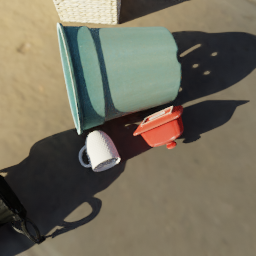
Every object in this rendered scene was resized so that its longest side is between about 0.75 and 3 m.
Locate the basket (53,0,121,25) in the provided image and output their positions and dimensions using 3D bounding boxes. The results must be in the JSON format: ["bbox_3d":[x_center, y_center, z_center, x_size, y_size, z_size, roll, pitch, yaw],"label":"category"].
[{"bbox_3d":[-1.361,-5.027,9.651,2.320,1.866,2.299,4,66,1],"label":"basket"}]

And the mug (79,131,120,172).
[{"bbox_3d":[-0.882,0.665,7.795,1.093,0.807,0.958,-30,67,10],"label":"mug"}]

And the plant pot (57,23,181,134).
[{"bbox_3d":[-0.261,-1.546,7.774,2.853,2.913,2.913,-13,67,-14],"label":"plant pot"}]

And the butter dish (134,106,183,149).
[{"bbox_3d":[1.024,0.097,7.762,1.394,1.391,1.031,-24,99,18],"label":"butter dish"}]

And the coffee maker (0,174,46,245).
[{"bbox_3d":[-4.083,2.378,6.345,2.996,2.018,2.878,-38,72,-14],"label":"coffee maker"}]
